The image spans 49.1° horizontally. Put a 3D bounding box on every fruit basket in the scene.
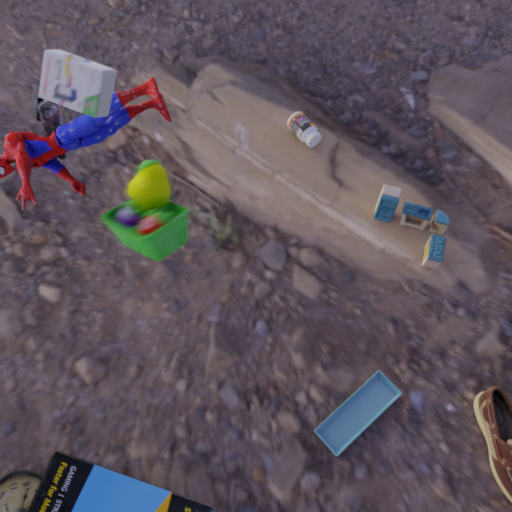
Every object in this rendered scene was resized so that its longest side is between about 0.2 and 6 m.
[{"bbox_3d":[-1.721,-0.748,8.700,1.409,1.409,1.016,41,59,19],"label":"fruit basket"}]

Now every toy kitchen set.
[{"bbox_3d":[3.130,-0.569,11.398,1.499,0.883,1.201,15,63,8],"label":"toy kitchen set"}]

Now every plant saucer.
[{"bbox_3d":[1.826,2.807,10.019,1.676,0.159,0.586,-37,68,-19],"label":"plant saucer"}]

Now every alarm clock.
[{"bbox_3d":[-3.605,4.056,9.066,1.806,0.601,1.218,-17,71,-16],"label":"alarm clock"}]

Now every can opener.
[{"bbox_3d":[-3.535,-2.184,9.536,0.450,1.347,0.359,41,57,16],"label":"can opener"}]

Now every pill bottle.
[{"bbox_3d":[1.115,-2.898,12.877,0.465,0.465,0.800,-31,66,-16],"label":"pill bottle"}]

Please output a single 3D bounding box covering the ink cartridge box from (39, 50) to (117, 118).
[{"bbox_3d":[-2.617,-2.519,8.190,0.971,0.705,0.425,23,23,10],"label":"ink cartridge box"}]

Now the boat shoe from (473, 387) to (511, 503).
[{"bbox_3d":[4.378,3.255,9.416,0.780,0.778,2.161,-10,62,-5],"label":"boat shoe"}]

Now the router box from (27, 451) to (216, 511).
[{"bbox_3d":[-2.441,5.054,8.097,2.674,0.915,3.585,21,64,-4],"label":"router box"}]

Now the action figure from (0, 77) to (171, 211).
[{"bbox_3d":[-2.857,-1.629,9.181,3.117,1.017,1.543,-19,78,0],"label":"action figure"}]
